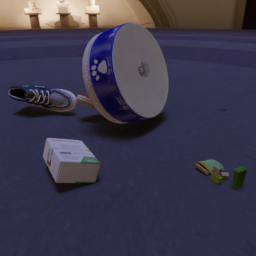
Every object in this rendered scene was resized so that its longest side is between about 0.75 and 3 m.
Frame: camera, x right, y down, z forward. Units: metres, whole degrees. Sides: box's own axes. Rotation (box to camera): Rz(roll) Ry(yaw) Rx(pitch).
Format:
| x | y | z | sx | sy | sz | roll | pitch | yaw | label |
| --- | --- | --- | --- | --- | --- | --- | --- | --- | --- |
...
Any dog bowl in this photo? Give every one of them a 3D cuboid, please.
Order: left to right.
| x | y | z | sx | sy | sz | roll | pitch | yaw | label |
| --- | --- | --- | --- | --- | --- | --- | --- | --- | --- |
| 0.038 | -1.585 | 8.335 | 1.109 | 2.815 | 2.815 | -8 | 15 | 38 | dog bowl |

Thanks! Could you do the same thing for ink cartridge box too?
| x | y | z | sx | sy | sz | roll | pitch | yaw | label |
| --- | --- | --- | --- | --- | --- | --- | --- | --- | --- |
| -1.255 | 0.684 | 6.057 | 0.863 | 0.500 | 1.192 | 7 | 17 | -32 | ink cartridge box |

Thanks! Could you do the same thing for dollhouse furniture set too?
| x | y | z | sx | sy | sz | roll | pitch | yaw | label |
| --- | --- | --- | --- | --- | --- | --- | --- | --- | --- |
| 1.982 | 0.841 | 6.055 | 0.555 | 0.429 | 1.111 | -11 | 26 | -25 | dollhouse furniture set |

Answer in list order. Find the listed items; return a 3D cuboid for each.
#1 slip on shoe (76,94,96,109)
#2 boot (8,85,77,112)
| x | y | z | sx | sy | sz | roll | pitch | yaw | label |
| --- | --- | --- | --- | --- | --- | --- | --- | --- | --- |
| -0.701 | -0.905 | 9.156 | 1.999 | 0.612 | 0.741 | 5 | -5 | -24 | slip on shoe |
| -2.876 | -0.987 | 9.334 | 2.182 | 0.794 | 0.986 | 9 | 7 | 20 | boot |
